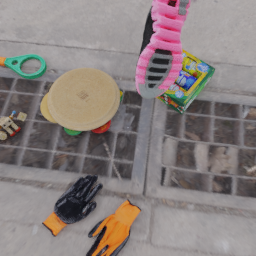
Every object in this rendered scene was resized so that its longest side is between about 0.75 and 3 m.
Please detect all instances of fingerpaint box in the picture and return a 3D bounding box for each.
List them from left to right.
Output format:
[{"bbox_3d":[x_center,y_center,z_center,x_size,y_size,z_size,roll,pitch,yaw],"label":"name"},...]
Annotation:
[{"bbox_3d":[1.809,-1.694,9.742,1.588,0.698,1.904,37,70,16],"label":"fingerpaint box"}]

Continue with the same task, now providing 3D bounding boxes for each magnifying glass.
[{"bbox_3d":[-4.252,-2.402,10.324,2.519,0.282,1.002,10,65,6],"label":"magnifying glass"}]

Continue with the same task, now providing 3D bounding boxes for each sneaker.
[{"bbox_3d":[0.785,-2.222,7.492,1.171,1.414,2.964,14,92,-16],"label":"sneaker"}]

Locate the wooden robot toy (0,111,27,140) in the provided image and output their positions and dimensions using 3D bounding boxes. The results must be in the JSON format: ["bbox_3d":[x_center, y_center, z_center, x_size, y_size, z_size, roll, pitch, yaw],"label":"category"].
[{"bbox_3d":[-4.009,-0.072,9.174,1.451,0.639,0.658,-44,37,-18],"label":"wooden robot toy"}]

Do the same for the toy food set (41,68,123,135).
[{"bbox_3d":[-1.474,-0.932,9.425,2.500,0.614,2.525,30,68,13],"label":"toy food set"}]

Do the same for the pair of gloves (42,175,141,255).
[{"bbox_3d":[-1.005,2.569,7.953,2.319,0.287,2.066,33,70,18],"label":"pair of gloves"}]
